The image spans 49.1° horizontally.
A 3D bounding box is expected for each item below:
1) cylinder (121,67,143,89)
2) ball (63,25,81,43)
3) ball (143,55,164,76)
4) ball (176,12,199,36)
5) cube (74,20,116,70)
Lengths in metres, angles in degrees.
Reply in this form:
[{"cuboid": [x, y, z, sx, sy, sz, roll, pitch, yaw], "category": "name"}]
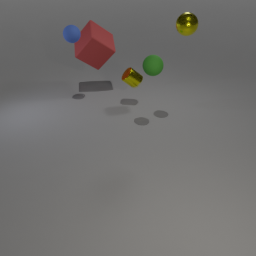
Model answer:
[{"cuboid": [0.187, -2.236, 12.519, 0.700, 0.700, 0.700, 31, 16, -28], "category": "cylinder"}, {"cuboid": [-2.264, -3.785, 11.279, 0.700, 0.700, 0.700, 0, 29, 0], "category": "ball"}, {"cuboid": [0.838, -2.094, 9.376, 0.700, 0.700, 0.700, 0, 29, 0], "category": "ball"}, {"cuboid": [1.848, -3.246, 8.767, 0.700, 0.700, 0.700, 0, 29, 0], "category": "ball"}, {"cuboid": [-1.617, -3.971, 13.487, 1.400, 1.400, 1.400, 23, 42, -36], "category": "cube"}]
